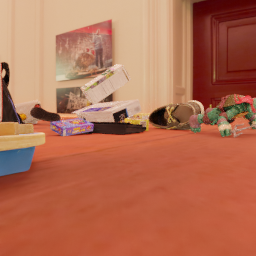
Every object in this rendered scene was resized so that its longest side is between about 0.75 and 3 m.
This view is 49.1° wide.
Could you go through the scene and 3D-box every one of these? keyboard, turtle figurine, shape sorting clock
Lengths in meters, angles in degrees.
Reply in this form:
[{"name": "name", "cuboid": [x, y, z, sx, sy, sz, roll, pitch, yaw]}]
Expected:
[{"name": "keyboard", "cuboid": [-0.873, -0.033, 7.035, 2.370, 0.304, 1.423, 1, 4, 35]}, {"name": "turtle figurine", "cuboid": [2.318, -0.265, 6.165, 1.422, 0.956, 1.899, -2, -2, -29]}, {"name": "shape sorting clock", "cuboid": [-1.955, 0.117, 2.051, 2.597, 0.510, 2.597, 0, 3, 0]}]

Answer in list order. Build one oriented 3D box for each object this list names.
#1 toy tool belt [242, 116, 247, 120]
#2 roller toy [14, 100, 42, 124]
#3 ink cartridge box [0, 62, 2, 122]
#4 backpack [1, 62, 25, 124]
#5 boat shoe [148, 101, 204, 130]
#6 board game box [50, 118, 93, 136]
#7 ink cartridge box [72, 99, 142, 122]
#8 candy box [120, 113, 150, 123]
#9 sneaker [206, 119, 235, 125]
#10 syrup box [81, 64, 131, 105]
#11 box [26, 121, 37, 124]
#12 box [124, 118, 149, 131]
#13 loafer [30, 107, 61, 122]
[{"name": "toy tool belt", "cuboid": [4.078, -0.232, 8.566, 1.161, 0.725, 0.713, 5, -27, 22]}, {"name": "roller toy", "cuboid": [-4.265, -0.628, 11.891, 1.240, 0.950, 1.359, -16, 10, -30]}, {"name": "ink cartridge box", "cuboid": [-2.512, -0.282, 3.682, 1.344, 0.780, 1.862, 0, -9, -32]}, {"name": "backpack", "cuboid": [-3.005, -0.481, 5.903, 1.213, 1.575, 1.500, -17, 8, -29]}, {"name": "boat shoe", "cuboid": [1.331, -0.323, 8.109, 0.673, 0.805, 2.252, -1, -3, -21]}, {"name": "board game box", "cuboid": [-1.238, -0.031, 6.192, 0.784, 0.176, 0.527, -10, 23, -42]}, {"name": "ink cartridge box", "cuboid": [-0.976, -0.650, 11.599, 1.475, 0.581, 2.966, -27, 19, -36]}, {"name": "candy box", "cuboid": [0.100, -0.420, 12.503, 1.645, 0.455, 0.950, -3, 3, -33]}, {"name": "sneaker", "cuboid": [3.836, -0.297, 11.611, 1.212, 0.364, 0.632, -4, 2, 12]}, {"name": "syrup box", "cuboid": [-0.855, -1.713, 10.848, 1.779, 0.724, 0.700, -37, 26, -10]}, {"name": "box", "cuboid": [-4.786, -0.599, 13.067, 0.899, 0.770, 0.894, -2, 4, -34]}, {"name": "box", "cuboid": [0.218, -0.107, 8.005, 0.500, 0.333, 1.329, 0, 2, -10]}, {"name": "loafer", "cuboid": [-3.276, -0.449, 11.175, 1.315, 0.480, 0.467, 19, -14, 9]}]
